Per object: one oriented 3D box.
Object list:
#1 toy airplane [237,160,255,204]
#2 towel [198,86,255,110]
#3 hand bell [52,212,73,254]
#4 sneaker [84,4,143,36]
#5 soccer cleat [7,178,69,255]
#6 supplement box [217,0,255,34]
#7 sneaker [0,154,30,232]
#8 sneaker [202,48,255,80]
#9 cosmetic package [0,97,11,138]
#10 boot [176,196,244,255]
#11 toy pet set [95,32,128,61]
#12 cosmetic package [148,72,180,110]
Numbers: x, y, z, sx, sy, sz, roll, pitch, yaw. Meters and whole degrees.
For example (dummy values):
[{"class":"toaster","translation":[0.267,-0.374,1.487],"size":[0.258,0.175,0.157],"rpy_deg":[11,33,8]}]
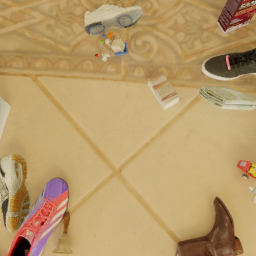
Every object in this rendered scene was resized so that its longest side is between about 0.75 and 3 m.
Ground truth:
[{"class":"toy airplane","translation":[4.227,1.441,8.502],"size":[1.428,1.012,1.434],"rpy_deg":[-19,60,13]},{"class":"towel","translation":[3.239,-0.961,9.071],"size":[1.558,0.375,1.333],"rpy_deg":[-1,27,-24]},{"class":"hand bell","translation":[-1.902,3.166,8.543],"size":[0.620,0.620,1.191],"rpy_deg":[2,61,1]},{"class":"sneaker","translation":[-0.596,-4.292,10.590],"size":[2.300,0.857,1.002],"rpy_deg":[-14,69,-4]},{"class":"soccer cleat","translation":[-2.638,2.836,8.273],"size":[0.995,1.067,2.916],"rpy_deg":[24,75,7]},{"class":"supplement box","translation":[4.080,-4.380,9.940],"size":[1.128,2.073,0.631],"rpy_deg":[-24,75,-7]},{"class":"sneaker","translation":[-3.728,2.038,8.756],"size":[1.022,0.882,2.332],"rpy_deg":[-12,70,14]},{"class":"sneaker","translation":[4.146,-2.431,9.664],"size":[2.984,1.480,1.055],"rpy_deg":[-2,75,1]},{"class":"cosmetic package","translation":[-5.142,0.060,8.070],"size":[1.825,2.969,2.960],"rpy_deg":[11,75,2]},{"class":"boot","translation":[2.228,3.225,8.444],"size":[1.966,0.631,1.832],"rpy_deg":[-18,72,-1]},{"class":"toy pet set","translation":[-0.538,-2.970,10.432],"size":[1.048,0.596,1.123],"rpy_deg":[-1,61,33]},{"class":"cosmetic package","translation":[1.231,-1.306,9.830],"size":[0.598,0.505,1.158],"rpy_deg":[-30,75,-9]}]
